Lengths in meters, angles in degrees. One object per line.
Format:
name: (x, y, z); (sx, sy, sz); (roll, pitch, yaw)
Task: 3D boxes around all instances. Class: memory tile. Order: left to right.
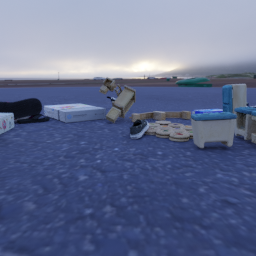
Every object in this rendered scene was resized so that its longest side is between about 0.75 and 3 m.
memory tile: (1.541, 0.061, 10.091); (1.951, 0.214, 2.546); (-8, 13, -39)

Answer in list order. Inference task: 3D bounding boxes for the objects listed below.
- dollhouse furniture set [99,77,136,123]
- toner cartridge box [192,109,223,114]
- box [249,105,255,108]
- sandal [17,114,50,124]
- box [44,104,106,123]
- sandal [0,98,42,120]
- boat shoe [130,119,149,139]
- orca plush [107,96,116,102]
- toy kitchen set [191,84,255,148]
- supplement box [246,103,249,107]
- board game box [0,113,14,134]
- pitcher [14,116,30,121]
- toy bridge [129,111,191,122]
dollhouse furniture set: (-0.792, -1.119, 12.790); (1.624, 1.021, 1.836); (27, 64, 16)
toner cartridge box: (4.020, -0.737, 13.973); (1.523, 0.329, 0.723); (-4, 11, -20)
box: (4.593, -0.325, 10.092); (0.973, 0.966, 0.242); (-11, 14, -42)
sandal: (-4.115, -0.435, 12.318); (1.463, 0.350, 0.550); (-9, 14, -41)
box: (-2.623, -0.770, 13.613); (2.080, 0.549, 2.668); (-7, 12, -34)
sandal: (-5.079, -0.702, 11.936); (2.749, 1.032, 0.619); (-11, 2, -31)
boat shoe: (0.386, -0.070, 9.588); (0.503, 0.415, 1.467); (-8, 17, 17)
orca plush: (-0.674, -1.439, 16.831); (1.760, 0.926, 0.626); (33, 67, 27)
toy kitchen set: (2.949, -0.513, 8.921); (2.318, 1.704, 2.893); (-3, 8, 0)
supplement box: (6.027, -1.120, 15.343); (0.849, 0.570, 0.848); (1, 11, 3)
board game box: (-5.137, -0.142, 10.109); (1.407, 0.613, 1.907); (0, 10, -3)
pitcher: (-5.068, -0.661, 12.746); (1.033, 0.730, 1.204); (-4, 1, 7)
toy bridge: (1.407, -0.559, 12.886); (2.873, 0.391, 0.966); (-4, 9, -19)
